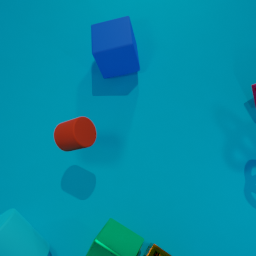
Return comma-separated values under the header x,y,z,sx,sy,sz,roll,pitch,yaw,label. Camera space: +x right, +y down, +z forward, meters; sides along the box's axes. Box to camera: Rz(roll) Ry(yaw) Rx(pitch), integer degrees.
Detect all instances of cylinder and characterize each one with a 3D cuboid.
x,y,z,sx,sy,sz,roll,pitch,yaw,label
-1.253,0.155,6.666,0.730,0.730,0.730,-14,63,37,cylinder
-2.733,2.793,6.502,1.297,1.297,1.297,-41,103,-14,cylinder

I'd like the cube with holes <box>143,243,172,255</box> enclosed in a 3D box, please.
x,y,z,sx,sy,sz,roll,pitch,yaw,label
0.741,3.487,6.618,1.037,1.037,1.037,32,72,11,cube with holes

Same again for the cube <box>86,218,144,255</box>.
x,y,z,sx,sy,sz,roll,pitch,yaw,label
-0.364,2.984,6.628,1.002,1.002,1.002,29,109,11,cube

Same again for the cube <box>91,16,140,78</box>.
x,y,z,sx,sy,sz,roll,pitch,yaw,label
-0.370,-2.456,8.623,1.209,1.209,1.209,-11,61,8,cube

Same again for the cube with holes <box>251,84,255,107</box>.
x,y,z,sx,sy,sz,roll,pitch,yaw,label
4.308,-0.992,8.201,0.822,0.822,0.822,-21,102,-21,cube with holes
